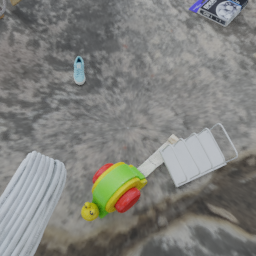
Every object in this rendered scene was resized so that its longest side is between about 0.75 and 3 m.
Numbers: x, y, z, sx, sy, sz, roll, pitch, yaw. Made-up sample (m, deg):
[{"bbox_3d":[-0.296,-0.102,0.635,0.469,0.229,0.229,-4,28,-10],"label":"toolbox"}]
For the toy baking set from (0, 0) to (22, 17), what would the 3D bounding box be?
[{"bbox_3d":[-2.652,-2.824,4.813,2.430,1.865,0.283,10,14,22],"label":"toy baking set"}]

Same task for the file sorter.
[{"bbox_3d":[1.591,0.597,6.386,1.371,0.854,0.951,-22,75,-12],"label":"file sorter"}]

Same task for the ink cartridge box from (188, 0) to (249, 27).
[{"bbox_3d":[3.149,-4.314,9.760,1.516,0.329,1.502,35,66,20],"label":"ink cartridge box"}]

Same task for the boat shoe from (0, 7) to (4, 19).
[{"bbox_3d":[-4.919,-4.169,9.578,1.406,0.494,0.495,15,62,10],"label":"boat shoe"}]

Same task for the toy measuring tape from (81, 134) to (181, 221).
[{"bbox_3d":[0.169,0.940,6.197,2.971,1.093,1.093,-38,66,-20],"label":"toy measuring tape"}]

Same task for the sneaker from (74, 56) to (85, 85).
[{"bbox_3d":[-1.443,-1.697,8.150,0.345,0.382,0.933,-9,59,-4],"label":"sneaker"}]

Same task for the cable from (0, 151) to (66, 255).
[{"bbox_3d":[-1.164,0.928,2.879,0.496,1.432,1.432,31,68,-15],"label":"cable"}]
